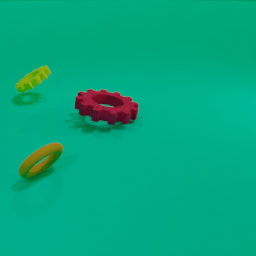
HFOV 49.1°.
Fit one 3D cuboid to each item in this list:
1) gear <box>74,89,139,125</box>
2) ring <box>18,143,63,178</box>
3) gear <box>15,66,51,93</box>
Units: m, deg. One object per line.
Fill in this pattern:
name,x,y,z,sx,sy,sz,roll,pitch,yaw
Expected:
gear,-0.684,-0.732,9.167,2.048,0.379,2.048,10,25,-5
ring,-1.936,0.730,6.291,0.222,1.110,1.110,50,45,11
gear,-3.611,-1.861,10.652,1.410,0.261,1.410,-22,32,15
